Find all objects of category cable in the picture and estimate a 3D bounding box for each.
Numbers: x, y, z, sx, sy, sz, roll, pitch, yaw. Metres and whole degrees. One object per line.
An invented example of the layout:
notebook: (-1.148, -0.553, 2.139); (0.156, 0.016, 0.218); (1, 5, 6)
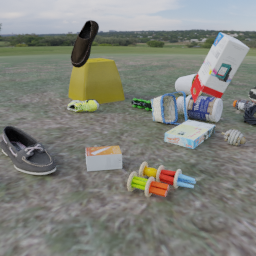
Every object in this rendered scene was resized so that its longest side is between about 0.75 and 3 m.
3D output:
cable: (5.923, -0.568, 12.406); (1.510, 0.470, 1.851); (-3, 32, 25)

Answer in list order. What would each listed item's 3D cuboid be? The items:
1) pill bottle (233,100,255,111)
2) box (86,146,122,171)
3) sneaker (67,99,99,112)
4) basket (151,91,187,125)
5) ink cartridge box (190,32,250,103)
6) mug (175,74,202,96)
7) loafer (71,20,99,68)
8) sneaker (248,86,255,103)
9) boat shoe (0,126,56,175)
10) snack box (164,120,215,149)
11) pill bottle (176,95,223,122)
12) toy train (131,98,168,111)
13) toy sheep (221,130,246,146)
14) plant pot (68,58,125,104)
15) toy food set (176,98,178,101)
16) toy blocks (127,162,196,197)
pill bottle: (5.848, -1.140, 14.126); (0.534, 0.534, 1.005); (-17, 26, -40)
box: (-0.726, 0.896, 8.336); (1.029, 0.502, 0.640); (-3, 20, -10)
sneaker: (-2.211, -1.019, 13.803); (1.735, 0.654, 0.663); (-2, 24, 26)
basket: (1.810, -0.850, 12.012); (1.102, 1.396, 1.584); (-11, 10, -41)
ink cartridge box: (3.041, -1.950, 9.638); (0.772, 2.296, 1.334); (20, 29, -7)
mug: (3.794, -2.525, 17.505); (1.409, 1.716, 1.374); (7, 51, 44)
loafer: (-2.004, -3.724, 12.183); (0.800, 2.192, 0.782); (21, 4, 13)
sneaker: (7.208, -1.120, 13.343); (1.247, 1.131, 2.936); (37, 5, -45)
boat shoe: (-3.198, 0.632, 8.613); (0.954, 0.814, 2.855); (-18, 26, -41)
snack box: (2.368, 0.191, 10.549); (1.156, 0.369, 1.990); (14, 24, 35)
pill bottle: (3.193, -0.930, 12.711); (1.923, 1.067, 1.067); (12, 23, 33)
toy train: (1.237, -1.124, 14.214); (2.443, 0.510, 0.689); (15, 14, 37)
toy sheep: (3.717, 0.329, 9.882); (0.878, 0.605, 0.605); (28, 31, 27)
plant pot: (-1.897, -2.805, 16.254); (2.591, 2.285, 2.591); (-12, 23, -29)
toy food set: (2.950, -1.195, 14.489); (0.716, 0.675, 1.500); (-7, -3, 24)
toy blocks: (0.871, 1.357, 6.994); (1.432, 0.520, 1.193); (10, 21, 26)
